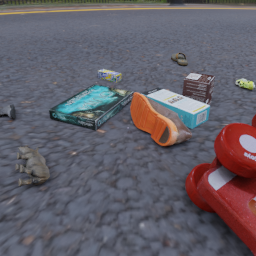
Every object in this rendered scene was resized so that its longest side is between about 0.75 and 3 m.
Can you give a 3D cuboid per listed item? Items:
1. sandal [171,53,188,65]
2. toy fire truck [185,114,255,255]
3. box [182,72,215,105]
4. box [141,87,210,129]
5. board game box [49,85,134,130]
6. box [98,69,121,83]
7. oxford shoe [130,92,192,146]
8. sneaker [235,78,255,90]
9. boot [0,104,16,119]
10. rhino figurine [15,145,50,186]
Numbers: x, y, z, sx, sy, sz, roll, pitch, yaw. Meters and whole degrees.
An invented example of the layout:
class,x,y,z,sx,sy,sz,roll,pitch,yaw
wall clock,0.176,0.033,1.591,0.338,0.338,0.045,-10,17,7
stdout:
class,x,y,z,sx,sy,sz,roll,pitch,yaw
sandal,2.703,-3.650,14.528,0.667,0.446,1.632,-2,29,-4
toy fire truck,2.711,1.084,5.127,2.926,1.641,2.457,-22,59,-33
box,2.384,-1.238,9.547,0.858,1.045,0.867,15,33,24
box,1.473,-0.702,9.107,0.887,0.530,2.155,-24,37,-36
board game box,-1.128,-0.804,9.470,1.748,0.364,2.585,13,32,22
box,-0.802,-2.268,12.141,1.064,0.342,0.373,21,35,31
oxford shoe,0.856,-0.281,8.201,0.922,0.902,2.529,0,33,-30
sneaker,4.700,-1.717,11.193,0.378,0.373,0.988,-14,21,-10
boot,-3.963,-0.465,8.966,0.647,0.343,0.983,-13,21,-17
rhino figurine,-2.224,0.793,6.464,0.667,0.456,1.525,7,22,-30
